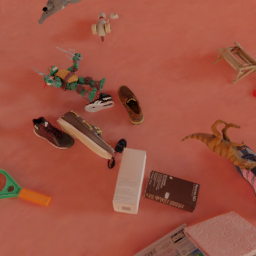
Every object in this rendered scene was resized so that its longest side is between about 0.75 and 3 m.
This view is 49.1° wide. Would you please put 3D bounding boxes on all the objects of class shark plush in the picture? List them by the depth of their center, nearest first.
[{"bbox_3d":[-2.541,-4.183,9.228,2.199,0.999,0.916,-8,38,41],"label":"shark plush"}]

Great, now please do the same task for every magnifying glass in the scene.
[{"bbox_3d":[-3.920,2.124,9.598,2.704,0.303,1.076,16,59,9],"label":"magnifying glass"}]

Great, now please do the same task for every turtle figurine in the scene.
[{"bbox_3d":[-2.444,-2.168,11.634,2.749,1.384,2.058,27,64,3],"label":"turtle figurine"}]

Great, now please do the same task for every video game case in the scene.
[{"bbox_3d":[1.414,4.181,8.349,2.021,0.222,1.842,-26,61,-16],"label":"video game case"}]

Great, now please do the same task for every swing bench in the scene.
[{"bbox_3d":[4.840,-2.966,12.387,1.465,0.950,1.457,-26,61,-16],"label":"swing bench"}]

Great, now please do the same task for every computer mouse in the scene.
[{"bbox_3d":[-0.409,0.954,10.408,0.376,0.218,1.283,29,67,3],"label":"computer mouse"}]

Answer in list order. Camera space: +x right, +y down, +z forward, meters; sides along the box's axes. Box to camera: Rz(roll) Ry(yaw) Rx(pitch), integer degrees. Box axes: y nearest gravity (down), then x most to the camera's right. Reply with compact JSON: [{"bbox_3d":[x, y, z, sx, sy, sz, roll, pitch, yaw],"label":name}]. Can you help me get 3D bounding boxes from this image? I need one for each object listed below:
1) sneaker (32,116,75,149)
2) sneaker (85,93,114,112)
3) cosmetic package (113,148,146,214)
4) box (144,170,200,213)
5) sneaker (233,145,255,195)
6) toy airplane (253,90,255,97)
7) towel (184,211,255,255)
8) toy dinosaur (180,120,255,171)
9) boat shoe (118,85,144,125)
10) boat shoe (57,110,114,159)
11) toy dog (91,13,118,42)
[{"bbox_3d":[-2.858,0.133,10.401,1.760,1.017,0.666,20,60,12],"label":"sneaker"},{"bbox_3d":[-1.242,-1.082,11.546,1.217,0.445,0.681,-12,55,-17],"label":"sneaker"},{"bbox_3d":[0.088,1.759,9.383,0.815,1.034,1.921,7,57,6],"label":"cosmetic package"},{"bbox_3d":[1.462,2.123,9.402,1.706,0.639,0.854,16,59,7],"label":"box"},{"bbox_3d":[4.538,1.577,9.408,0.999,1.168,2.847,-19,60,-12],"label":"sneaker"},{"bbox_3d":[6.308,-1.771,11.981,1.960,0.361,1.960,1,58,-2],"label":"toy airplane"},{"bbox_3d":[2.894,3.226,8.222,1.884,0.304,1.800,-12,18,-18],"label":"towel"},{"bbox_3d":[2.592,0.384,8.317,2.473,1.314,0.747,32,20,37],"label":"toy dinosaur"},{"bbox_3d":[0.125,-1.053,11.354,0.700,0.657,1.944,-19,60,-11],"label":"boat shoe"},{"bbox_3d":[-1.479,0.193,10.437,2.650,0.952,0.789,32,66,24],"label":"boat shoe"},{"bbox_3d":[-1.243,-4.950,13.839,1.208,0.882,1.832,12,45,16],"label":"toy dog"}]
